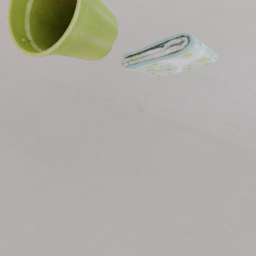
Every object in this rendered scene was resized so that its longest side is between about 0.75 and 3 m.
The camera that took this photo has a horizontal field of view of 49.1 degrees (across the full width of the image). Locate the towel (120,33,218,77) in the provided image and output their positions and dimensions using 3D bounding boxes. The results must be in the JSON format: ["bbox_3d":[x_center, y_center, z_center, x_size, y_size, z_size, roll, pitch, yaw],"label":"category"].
[{"bbox_3d":[0.677,-1.160,4.651,1.301,0.313,1.113,-6,-2,36],"label":"towel"}]

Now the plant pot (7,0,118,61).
[{"bbox_3d":[-1.228,-2.324,6.150,1.992,1.992,1.832,27,11,28],"label":"plant pot"}]
